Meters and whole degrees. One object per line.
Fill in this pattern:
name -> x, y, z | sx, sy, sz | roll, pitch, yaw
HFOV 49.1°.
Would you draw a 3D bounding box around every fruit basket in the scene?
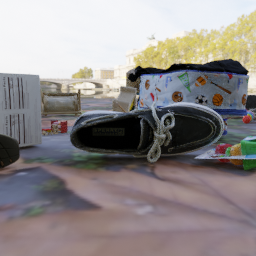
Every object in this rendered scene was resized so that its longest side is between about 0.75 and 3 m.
fruit basket -> 1.604, 0.337, 4.218 | 0.949, 0.445, 0.879 | 2, 7, 35

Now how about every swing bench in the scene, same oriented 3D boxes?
swing bench -> -3.217, -1.211, 13.471 | 1.905, 1.243, 1.916 | -2, 2, -11

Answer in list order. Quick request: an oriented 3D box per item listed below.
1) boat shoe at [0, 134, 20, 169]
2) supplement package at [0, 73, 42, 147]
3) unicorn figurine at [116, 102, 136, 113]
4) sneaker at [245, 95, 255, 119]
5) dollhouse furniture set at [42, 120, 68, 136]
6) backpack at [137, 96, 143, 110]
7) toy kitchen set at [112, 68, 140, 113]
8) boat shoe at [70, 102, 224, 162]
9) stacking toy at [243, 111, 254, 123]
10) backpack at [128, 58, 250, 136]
boat shoe -> -2.296, 0.316, 3.856 | 1.486, 0.562, 0.549 | -3, 8, -27
supplement package -> -3.048, -0.348, 5.454 | 1.882, 1.448, 1.968 | 8, 11, 44
unicorn figurine -> 0.749, -0.296, 8.508 | 1.429, 0.768, 2.080 | -7, -11, 23
sneaker -> 5.117, -0.945, 12.116 | 1.090, 1.014, 2.524 | -5, 10, -40
dollhouse furniture set -> -2.009, -0.015, 7.399 | 0.423, 0.320, 0.786 | 4, 9, 31
backpack -> 1.146, -1.021, 12.073 | 1.572, 1.159, 1.722 | 1, 9, 5
toy kitchen set -> 1.064, -0.644, 9.406 | 2.732, 1.609, 2.189 | 12, 45, 11
boat shoe -> 0.349, 0.049, 4.482 | 2.524, 0.932, 0.862 | 4, 11, -3
stacking toy -> 4.306, -0.364, 10.119 | 0.402, 0.402, 0.942 | 4, 14, 30
backpack -> 1.564, -0.725, 6.698 | 2.517, 1.939, 2.398 | -6, 2, -20
